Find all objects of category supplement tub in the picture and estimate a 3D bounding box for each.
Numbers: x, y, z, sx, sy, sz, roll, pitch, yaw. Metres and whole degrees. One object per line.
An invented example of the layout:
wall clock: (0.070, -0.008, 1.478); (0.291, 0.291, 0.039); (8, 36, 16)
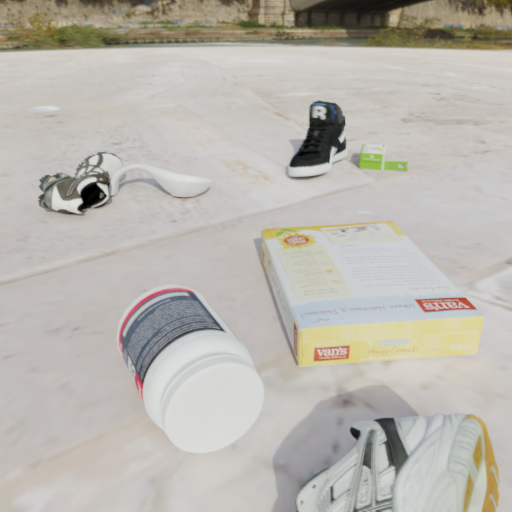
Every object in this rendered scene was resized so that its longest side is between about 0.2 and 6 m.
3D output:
supplement tub: (-0.709, 1.092, 5.728); (1.123, 1.123, 1.600); (-12, 28, -23)

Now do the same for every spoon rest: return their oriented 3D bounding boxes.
spoon rest: (-2.042, -1.621, 11.969); (2.192, 0.665, 1.089); (0, 15, 2)

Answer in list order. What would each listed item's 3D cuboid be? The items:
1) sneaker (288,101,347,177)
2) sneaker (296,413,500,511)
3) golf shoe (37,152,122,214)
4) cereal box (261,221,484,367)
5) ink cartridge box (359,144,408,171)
sneaker: (1.435, -2.944, 13.688); (1.023, 1.567, 2.801); (2, 22, 25)
sneaker: (0.723, 2.202, 3.806); (1.297, 1.119, 2.959); (-6, 18, 36)
golf shoe: (-3.339, -1.415, 11.568); (1.109, 0.913, 2.348); (22, 37, 16)
cereal box: (1.372, 0.370, 7.852); (2.247, 0.617, 3.123); (-3, 25, -6)
ink cartridge box: (3.233, -2.483, 14.124); (1.184, 0.449, 0.875); (5, 26, 13)
